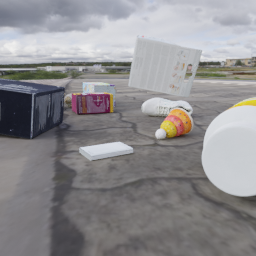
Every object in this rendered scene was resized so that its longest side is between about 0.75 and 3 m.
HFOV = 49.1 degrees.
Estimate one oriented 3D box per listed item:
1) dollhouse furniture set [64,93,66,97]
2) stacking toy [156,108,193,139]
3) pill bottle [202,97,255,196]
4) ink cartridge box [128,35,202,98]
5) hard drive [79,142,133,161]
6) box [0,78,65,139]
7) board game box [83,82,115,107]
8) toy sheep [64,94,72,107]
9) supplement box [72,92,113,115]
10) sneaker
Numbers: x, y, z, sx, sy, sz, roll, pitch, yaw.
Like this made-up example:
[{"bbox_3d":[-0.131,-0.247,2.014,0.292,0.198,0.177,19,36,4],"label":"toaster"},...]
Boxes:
[{"bbox_3d":[-4.261,-1.521,14.088,1.197,1.397,1.469,8,-21,33],"label":"dollhouse furniture set"},{"bbox_3d":[1.384,0.011,9.010,1.314,0.960,0.960,-33,31,-34],"label":"stacking toy"},{"bbox_3d":[2.430,0.276,5.549,1.576,1.576,2.796,7,15,29],"label":"pill bottle"},{"bbox_3d":[1.265,-2.181,9.973,2.261,1.834,0.567,10,29,-2],"label":"ink cartridge box"},{"bbox_3d":[-0.579,0.592,7.401,1.200,0.160,0.791,-8,15,-29],"label":"hard drive"},{"bbox_3d":[-4.114,-0.825,9.996,2.913,1.516,2.652,9,14,7],"label":"box"},{"bbox_3d":[-1.727,-1.978,16.362,1.249,1.271,2.424,-5,14,-23],"label":"board game box"},{"bbox_3d":[-3.136,-1.529,15.642,0.818,0.818,1.187,3,4,13],"label":"toy sheep"},{"bbox_3d":[-1.762,-1.242,13.822,1.839,0.949,1.204,-5,13,-21],"label":"supplement box"},{"bbox_3d":[1.784,-0.900,12.635,2.347,0.825,0.940,0,15,-5],"label":"sneaker"}]
